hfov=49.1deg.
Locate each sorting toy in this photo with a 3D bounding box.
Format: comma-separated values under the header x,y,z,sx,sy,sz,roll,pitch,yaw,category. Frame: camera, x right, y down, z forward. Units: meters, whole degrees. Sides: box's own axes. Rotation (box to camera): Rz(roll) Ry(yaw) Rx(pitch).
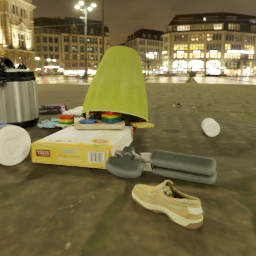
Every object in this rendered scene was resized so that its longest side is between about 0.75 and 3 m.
x,y,z,sx,sy,sz,roll,pitch,yaw,category
-0.734,-0.312,8.628,2.992,0.506,1.442,0,9,-2,sorting toy

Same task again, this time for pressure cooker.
x,y,z,sx,sy,sz,roll,pitch,yaw,category
-4.837,-1.435,11.221,2.392,2.719,2.429,9,16,37,pressure cooker

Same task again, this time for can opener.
x,y,z,sx,sy,sz,roll,pitch,yaw,category
0.662,0.853,5.899,2.291,0.603,0.762,3,47,23,can opener

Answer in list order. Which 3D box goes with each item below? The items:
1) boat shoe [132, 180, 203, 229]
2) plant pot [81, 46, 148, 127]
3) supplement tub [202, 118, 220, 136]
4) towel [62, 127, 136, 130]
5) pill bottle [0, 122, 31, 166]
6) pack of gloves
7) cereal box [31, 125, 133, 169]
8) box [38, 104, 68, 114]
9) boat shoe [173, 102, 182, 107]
x,y,z,sx,sy,sz,roll,pitch,yaw,category
0.611,1.081,4.513,0.497,0.529,1.388,-11,16,-43,boat shoe
-0.316,-1.415,9.322,2.193,2.344,2.193,6,-10,1,plant pot
2.907,-0.036,9.873,0.530,0.530,0.804,2,11,7,supplement tub
-1.049,-0.037,10.560,2.355,0.265,1.703,-9,14,-35,towel
-3.361,0.316,7.118,1.742,0.967,0.967,10,15,37,pill bottle
-1.995,-0.274,11.204,2.473,0.581,2.944,-28,20,-39,pack of gloves
-1.066,0.394,7.736,1.976,0.543,2.747,3,11,13,cereal box
-4.287,-1.028,15.101,1.908,0.344,1.364,-5,13,-17,box
3.010,-1.455,17.253,0.299,0.295,0.804,-6,13,-26,boat shoe
